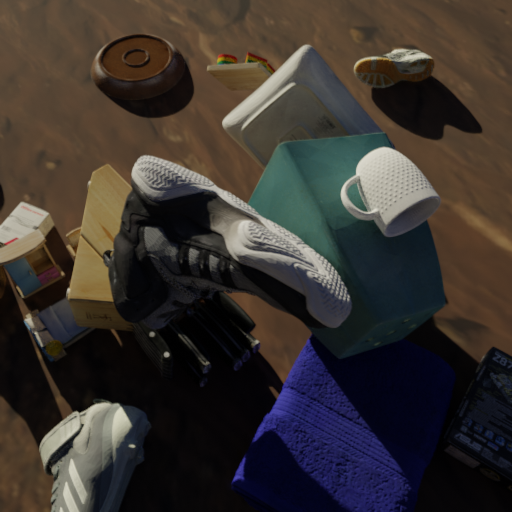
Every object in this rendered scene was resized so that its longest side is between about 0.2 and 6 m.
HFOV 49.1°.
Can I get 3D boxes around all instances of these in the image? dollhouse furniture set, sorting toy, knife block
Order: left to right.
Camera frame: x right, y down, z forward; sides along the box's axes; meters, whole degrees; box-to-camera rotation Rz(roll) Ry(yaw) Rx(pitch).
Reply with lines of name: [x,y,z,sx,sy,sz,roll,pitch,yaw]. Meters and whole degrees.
dollhouse furniture set: [-3.094,0.522,9.133,1.666,1.152,1.765,-32,64,-19]
knife block: [-1.365,0.312,9.130,3.005,1.095,3.424,5,61,-8]
sorting toy: [-0.210,-3.568,10.797,1.088,1.081,0.379,5,87,23]

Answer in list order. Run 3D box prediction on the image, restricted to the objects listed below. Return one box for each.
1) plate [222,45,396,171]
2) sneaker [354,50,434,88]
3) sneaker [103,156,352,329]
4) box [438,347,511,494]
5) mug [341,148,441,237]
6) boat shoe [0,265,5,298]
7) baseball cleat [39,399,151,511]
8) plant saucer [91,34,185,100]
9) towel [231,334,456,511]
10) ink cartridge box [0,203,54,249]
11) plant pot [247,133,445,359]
plate: [0.789,-1.963,9.513,2.295,2.300,0.372,47,43,-13]
sneaker: [3.041,-4.268,12.638,1.798,0.680,0.788,-3,42,-6]
sneaker: [-0.579,0.303,7.308,3.580,1.351,2.037,36,103,25]
box: [4.074,2.626,8.131,2.225,0.546,1.794,29,63,18]
mug: [1.615,-0.817,7.139,1.107,0.817,0.970,-21,66,-15]
boat shoe: [-5.160,-0.122,9.714,0.924,1.020,2.863,-30,52,-12]
baseball cleat: [-2.468,3.287,7.592,1.465,0.960,2.753,10,48,14]
plant saucer: [-2.732,-4.438,12.845,2.167,0.348,2.167,0,58,0]
towel: [1.366,2.518,8.139,2.362,0.792,3.198,27,61,9]
ink cartridge box: [-4.243,-0.455,10.224,0.658,0.378,0.906,22,60,13]
plant pot: [1.341,-0.058,8.241,1.936,1.937,2.740,-11,64,-27]
